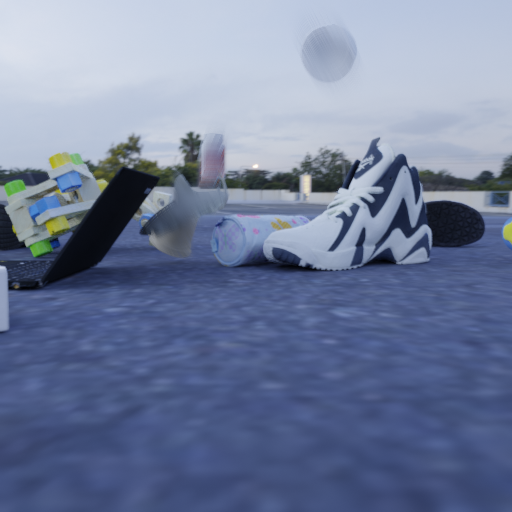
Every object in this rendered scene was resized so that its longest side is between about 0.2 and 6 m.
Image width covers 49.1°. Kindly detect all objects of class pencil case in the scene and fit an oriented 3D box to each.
[{"bbox_3d":[0.150,-0.248,8.915,1.828,0.760,0.829,-6,-23,-45],"label":"pencil case"}]

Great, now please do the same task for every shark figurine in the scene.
[{"bbox_3d":[-0.856,-0.851,7.941,1.652,0.689,0.987,-30,9,-37],"label":"shark figurine"}]

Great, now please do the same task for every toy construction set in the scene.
[{"bbox_3d":[-3.079,-0.905,10.666,2.459,1.728,3.750,-24,-14,25],"label":"toy construction set"}]

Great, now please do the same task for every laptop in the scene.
[{"bbox_3d":[-2.700,-0.386,7.077,2.623,1.354,2.324,0,5,0],"label":"laptop"}]

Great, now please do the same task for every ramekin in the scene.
[{"bbox_3d":[0.880,-2.413,6.646,0.632,0.632,0.308,2,32,25],"label":"ramekin"}]

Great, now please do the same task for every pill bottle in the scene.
[{"bbox_3d":[-0.777,-1.797,10.115,0.443,0.775,0.443,1,4,0],"label":"pill bottle"}]

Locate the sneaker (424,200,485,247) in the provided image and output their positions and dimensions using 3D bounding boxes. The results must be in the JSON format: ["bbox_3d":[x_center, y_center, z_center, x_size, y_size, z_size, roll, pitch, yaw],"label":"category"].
[{"bbox_3d":[3.702,-0.762,12.915,2.905,1.042,1.203,2,5,19],"label":"sneaker"}]

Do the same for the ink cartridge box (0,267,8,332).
[{"bbox_3d":[-2.461,0.327,3.948,1.148,0.482,0.835,-4,7,-41],"label":"ink cartridge box"}]

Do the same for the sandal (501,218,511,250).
[{"bbox_3d":[4.916,-0.241,8.948,2.164,0.860,0.942,7,0,-7],"label":"sandal"}]

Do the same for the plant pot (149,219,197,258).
[{"bbox_3d":[-1.236,-0.425,8.768,0.686,0.628,0.686,22,23,-10],"label":"plant pot"}]

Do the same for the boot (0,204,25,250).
[{"bbox_3d":[-5.841,-0.517,11.989,1.793,0.950,2.723,-2,-6,12],"label":"boot"}]

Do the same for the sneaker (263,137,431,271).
[{"bbox_3d":[1.451,-0.829,8.529,3.015,1.962,1.204,-2,5,-23],"label":"sneaker"}]
